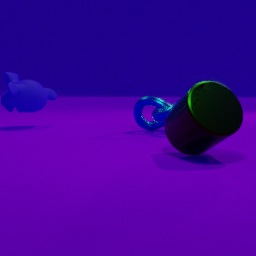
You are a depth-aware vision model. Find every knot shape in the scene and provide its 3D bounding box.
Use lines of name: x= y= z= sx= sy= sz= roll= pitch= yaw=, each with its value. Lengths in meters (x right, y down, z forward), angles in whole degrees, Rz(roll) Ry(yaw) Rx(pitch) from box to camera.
knot shape: x=0.946 y=-0.304 z=6.564 sx=1.415 sy=0.654 sz=1.324 roll=-9 pitch=-20 yaw=40

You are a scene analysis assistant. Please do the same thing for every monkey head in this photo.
monkey head: x=-2.743 y=-1.001 z=7.411 sx=1.046 sy=1.248 sz=1.735 roll=-18 pitch=-7 yaw=23

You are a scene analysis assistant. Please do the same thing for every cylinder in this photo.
cylinder: x=0.996 y=-0.110 z=3.812 sx=0.784 sy=0.784 sz=0.784 roll=-2 pitch=-23 yaw=-18
